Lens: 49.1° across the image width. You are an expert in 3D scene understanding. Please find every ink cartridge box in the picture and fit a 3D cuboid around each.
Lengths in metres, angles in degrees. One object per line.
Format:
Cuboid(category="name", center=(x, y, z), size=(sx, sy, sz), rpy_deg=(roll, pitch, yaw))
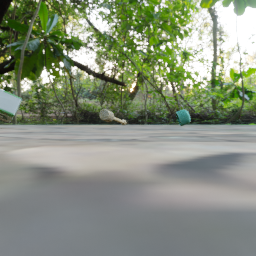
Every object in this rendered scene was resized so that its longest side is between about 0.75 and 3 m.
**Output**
Cuboid(category="ink cartridge box", center=(-3.829, -0.685, 8.333), size=(1.011, 0.582, 1.385), rpy_deg=(24, -19, -22))

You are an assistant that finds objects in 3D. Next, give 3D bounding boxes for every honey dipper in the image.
Cuboid(category="honey dipper", center=(-0.372, -0.272, 8.373), size=(0.311, 0.311, 1.640), rpy_deg=(0, -6, 21))

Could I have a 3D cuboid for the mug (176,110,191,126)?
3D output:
Cuboid(category="mug", center=(2.305, -0.447, 11.628), size=(0.472, 0.627, 0.763), rpy_deg=(-21, 7, 5))
